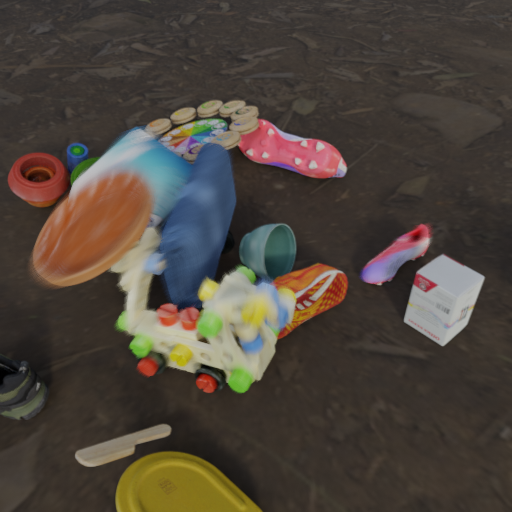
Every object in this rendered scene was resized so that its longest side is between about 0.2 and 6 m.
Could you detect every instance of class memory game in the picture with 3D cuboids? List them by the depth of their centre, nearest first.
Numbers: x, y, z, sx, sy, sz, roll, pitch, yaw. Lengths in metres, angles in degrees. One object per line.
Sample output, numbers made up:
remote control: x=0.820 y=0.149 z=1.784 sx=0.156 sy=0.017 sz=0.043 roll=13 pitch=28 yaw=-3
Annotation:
memory game: x=-1.702 y=-3.148 z=14.300 sx=3.714 sy=0.237 sz=3.714 roll=-12 pitch=35 yaw=9

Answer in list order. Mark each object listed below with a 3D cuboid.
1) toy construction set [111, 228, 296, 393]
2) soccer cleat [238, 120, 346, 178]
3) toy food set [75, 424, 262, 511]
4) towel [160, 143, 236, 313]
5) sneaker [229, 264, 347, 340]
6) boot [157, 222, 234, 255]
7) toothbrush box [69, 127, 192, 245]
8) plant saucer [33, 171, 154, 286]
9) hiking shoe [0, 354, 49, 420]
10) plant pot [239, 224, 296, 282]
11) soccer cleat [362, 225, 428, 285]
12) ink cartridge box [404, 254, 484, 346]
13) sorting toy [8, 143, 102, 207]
toy construction set: x=-1.038 y=0.872 z=8.550 sx=3.458 sy=2.268 sz=1.593 roll=23 pitch=48 yaw=32
soccer cleat: x=0.793 y=-2.602 z=13.997 sx=3.199 sy=1.067 sz=1.223 roll=25 pitch=3 yaw=40
toy food set: x=-0.993 y=3.344 z=6.980 sx=2.640 sy=0.862 sz=1.553 roll=33 pitch=26 yaw=31
towel: x=-0.984 y=-0.583 z=9.561 sx=0.699 sy=1.608 sz=2.881 roll=3 pitch=42 yaw=10
sneaker: x=0.449 y=0.826 z=9.981 sx=2.531 sy=0.924 sz=0.976 roll=-16 pitch=20 yaw=-29
boot: x=-1.155 y=-0.773 z=11.938 sx=1.809 sy=0.669 sz=1.482 roll=9 pitch=38 yaw=13
toothbrush box: x=-2.343 y=-1.244 z=10.861 sx=1.629 sy=0.949 sz=2.225 roll=34 pitch=44 yaw=-5
plant saucer: x=-2.541 y=-0.440 z=8.874 sx=2.186 sy=0.353 sz=2.186 roll=-18 pitch=47 yaw=20
hiking shoe: x=-4.419 y=1.754 z=8.425 sx=2.452 sy=1.234 sz=0.928 roll=2 pitch=40 yaw=2
plant pot: x=0.154 y=-0.091 z=10.837 sx=0.754 sy=1.126 sz=1.126 roll=8 pitch=38 yaw=35
soccer cleat: x=2.727 y=-0.036 z=10.965 sx=1.723 sy=0.659 sz=0.575 roll=-27 pitch=44 yaw=-26
ink cartridge box: x=3.217 y=0.765 z=9.676 sx=0.839 sy=1.160 sz=0.843 roll=-28 pitch=48 yaw=-33
sorting toy: x=-4.158 y=-1.610 z=12.787 sx=2.679 sy=1.100 sz=1.610 roll=8 pitch=55 yaw=-9
